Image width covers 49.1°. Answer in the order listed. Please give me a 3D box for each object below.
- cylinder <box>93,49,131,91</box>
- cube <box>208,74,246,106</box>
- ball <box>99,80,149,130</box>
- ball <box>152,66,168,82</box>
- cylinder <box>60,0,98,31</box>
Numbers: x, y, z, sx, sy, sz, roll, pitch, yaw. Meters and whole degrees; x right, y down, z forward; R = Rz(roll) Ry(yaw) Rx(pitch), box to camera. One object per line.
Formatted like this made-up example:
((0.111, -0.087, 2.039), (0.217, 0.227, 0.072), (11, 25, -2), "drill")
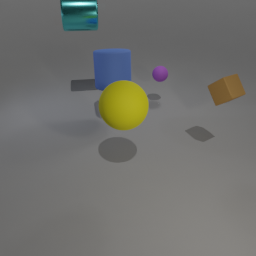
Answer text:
((-0.582, -2.233, 10.645), (1.400, 1.400, 1.400), (-1, 21, 0), "cylinder")
((3.063, -1.185, 8.721), (0.700, 0.700, 0.700), (-18, -5, -32), "cube")
((-0.123, -0.629, 7.866), (1.400, 1.400, 1.400), (0, 32, 0), "ball")
((1.427, -2.398, 12.423), (0.700, 0.700, 0.700), (0, 32, 0), "ball")
((-1.950, -4.654, 11.295), (1.400, 1.400, 1.400), (-4, 32, -8), "cylinder")
